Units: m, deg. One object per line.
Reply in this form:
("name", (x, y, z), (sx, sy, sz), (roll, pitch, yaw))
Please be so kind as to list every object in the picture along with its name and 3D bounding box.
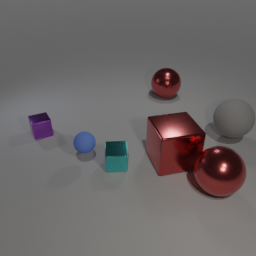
("ball", (-1.372, 0.457, 8.851), (0.700, 0.700, 0.700), (0, 32, 0))
("ball", (3.756, -0.352, 9.942), (1.400, 1.400, 1.400), (0, 32, 0))
("ball", (2.561, 1.200, 7.840), (1.400, 1.400, 1.400), (0, 32, 0))
("cube", (1.457, 0.471, 8.964), (1.400, 1.400, 1.400), (-8, 33, -12))
("cube", (-0.371, 0.895, 8.858), (0.700, 0.700, 0.700), (-2, 41, -6))
("cube", (-3.279, -0.080, 10.524), (0.700, 0.700, 0.700), (-16, 35, -24))
("ball", (1.780, -2.106, 13.115), (1.400, 1.400, 1.400), (0, 32, 0))
